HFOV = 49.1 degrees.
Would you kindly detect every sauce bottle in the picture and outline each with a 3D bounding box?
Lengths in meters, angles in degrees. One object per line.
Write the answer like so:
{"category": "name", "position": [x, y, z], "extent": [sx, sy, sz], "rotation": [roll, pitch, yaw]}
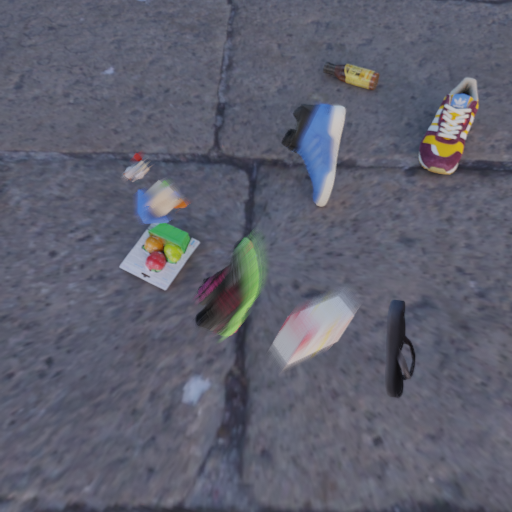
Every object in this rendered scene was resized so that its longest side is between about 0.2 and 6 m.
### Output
{"category": "sauce bottle", "position": [2.391, -4.601, 14.204], "extent": [1.418, 0.468, 0.468], "rotation": [21, 54, 16]}

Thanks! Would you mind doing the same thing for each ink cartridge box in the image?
{"category": "ink cartridge box", "position": [0.835, 1.069, 8.117], "extent": [0.994, 0.722, 0.415], "rotation": [-18, 58, -32]}

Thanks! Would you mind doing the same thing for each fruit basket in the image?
{"category": "fruit basket", "position": [-1.790, -0.012, 10.469], "extent": [1.080, 0.547, 1.166], "rotation": [23, 70, 18]}

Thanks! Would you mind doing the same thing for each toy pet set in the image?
{"category": "toy pet set", "position": [-1.526, -0.842, 8.285], "extent": [0.556, 1.048, 0.978], "rotation": [-42, 40, 3]}

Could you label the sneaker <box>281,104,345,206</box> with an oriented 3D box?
{"category": "sneaker", "position": [1.049, -2.006, 11.113], "extent": [1.124, 2.020, 0.775], "rotation": [8, 29, 4]}

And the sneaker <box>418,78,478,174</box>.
{"category": "sneaker", "position": [4.270, -2.906, 12.338], "extent": [0.962, 1.157, 2.567], "rotation": [17, 53, 14]}

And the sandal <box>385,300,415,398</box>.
{"category": "sandal", "position": [2.045, 1.391, 7.891], "extent": [0.359, 1.679, 0.638], "rotation": [7, 37, 21]}

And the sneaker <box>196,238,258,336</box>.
{"category": "sneaker", "position": [-0.422, 0.483, 7.779], "extent": [0.699, 1.669, 0.640], "rotation": [10, 34, -19]}
